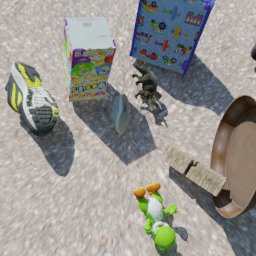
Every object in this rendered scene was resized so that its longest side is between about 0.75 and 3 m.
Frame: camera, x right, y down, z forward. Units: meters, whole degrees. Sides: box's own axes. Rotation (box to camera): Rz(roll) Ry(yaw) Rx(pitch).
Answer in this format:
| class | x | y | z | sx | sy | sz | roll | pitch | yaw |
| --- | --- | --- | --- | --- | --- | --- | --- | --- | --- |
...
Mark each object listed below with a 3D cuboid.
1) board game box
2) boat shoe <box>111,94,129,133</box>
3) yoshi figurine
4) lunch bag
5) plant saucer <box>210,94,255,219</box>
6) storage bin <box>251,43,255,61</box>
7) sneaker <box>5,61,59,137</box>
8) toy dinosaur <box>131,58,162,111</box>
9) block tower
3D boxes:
| class | x | y | z | sx | sy | sz | roll | pitch | yaw |
| --- | --- | --- | --- | --- | --- | --- | --- | --- | --- |
| board game box | -1.216 | -1.908 | 8.150 | 1.185 | 2.259 | 1.164 | -9 | 64 | -19 |
| boat shoe | -0.273 | -0.406 | 8.404 | 0.459 | 0.450 | 1.289 | -15 | 59 | 35 |
| yoshi figurine | 0.746 | 2.210 | 6.840 | 0.933 | 0.929 | 1.660 | -21 | 81 | 19 |
| lunch bag | 1.279 | -3.176 | 8.518 | 2.029 | 2.695 | 1.268 | 19 | 62 | 4 |
| plant saucer | 2.697 | 0.677 | 6.689 | 0.505 | 2.931 | 2.931 | 9 | 65 | -2 |
| storage bin | 5.026 | -2.866 | 9.133 | 1.214 | 0.842 | 1.796 | 33 | 76 | -1 |
| sneaker | -2.914 | -0.719 | 8.339 | 1.025 | 1.164 | 2.752 | 8 | 44 | -45 |
| toy dinosaur | 0.604 | -1.354 | 8.646 | 0.847 | 0.638 | 1.656 | -6 | 98 | 25 |
| block tower | 1.737 | 1.091 | 7.455 | 1.808 | 0.523 | 0.488 | 34 | 100 | 34 |
